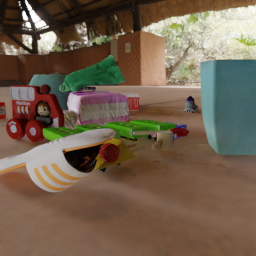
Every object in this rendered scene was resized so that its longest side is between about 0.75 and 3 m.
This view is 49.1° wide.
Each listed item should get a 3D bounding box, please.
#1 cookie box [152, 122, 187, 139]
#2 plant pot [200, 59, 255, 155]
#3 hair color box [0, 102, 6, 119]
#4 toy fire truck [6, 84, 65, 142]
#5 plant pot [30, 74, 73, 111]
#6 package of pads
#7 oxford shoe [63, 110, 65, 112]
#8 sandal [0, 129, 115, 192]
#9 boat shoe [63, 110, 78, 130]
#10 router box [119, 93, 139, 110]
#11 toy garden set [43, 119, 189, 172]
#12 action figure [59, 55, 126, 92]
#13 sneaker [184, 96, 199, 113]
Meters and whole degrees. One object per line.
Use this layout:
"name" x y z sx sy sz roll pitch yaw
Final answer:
"cookie box" 1.223 0.070 8.245 0.725 0.319 0.848 8 13 35
"plant pot" 2.484 -0.495 6.488 1.472 2.083 1.471 1 11 3
"hair color box" -5.680 -0.778 11.774 1.357 0.689 0.415 7 13 38
"toy fire truck" -2.590 -0.467 7.859 1.798 1.510 1.008 5 12 26
"plant pot" -3.507 -1.546 12.835 2.255 1.810 2.255 0 11 0
"package of pads" -1.259 -0.832 10.831 1.794 1.127 2.977 -4 11 -19
"oxford shoe" -2.663 -0.263 9.844 1.600 0.566 0.591 -11 37 -36
"sandal" -1.192 0.629 4.482 2.624 0.752 1.005 -18 -2 33
"boat shoe" -1.868 -0.290 8.981 0.569 0.623 1.731 -37 11 -9
"router box" -0.700 -1.466 15.365 2.552 0.695 2.843 0 11 -1
"toy garden set" -0.076 0.318 6.394 2.994 0.597 2.496 -6 10 -33
"action figure" -1.557 -1.983 11.293 2.548 0.697 1.505 -21 61 -16
"sneaker" 3.210 -1.241 14.009 0.651 0.766 1.750 3 12 16
